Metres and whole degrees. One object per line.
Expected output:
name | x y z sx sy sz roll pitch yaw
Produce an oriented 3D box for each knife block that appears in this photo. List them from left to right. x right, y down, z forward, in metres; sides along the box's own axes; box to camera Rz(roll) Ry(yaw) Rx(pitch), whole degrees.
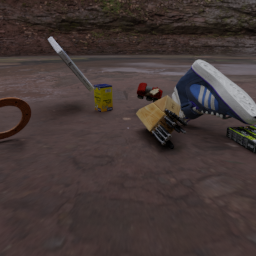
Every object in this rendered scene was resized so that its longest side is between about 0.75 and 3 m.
knife block | 0.717 -0.019 6.738 1.588 0.508 1.394 -23 38 48

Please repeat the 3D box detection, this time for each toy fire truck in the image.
toy fire truck | 0.717 -1.223 9.364 0.854 0.624 0.970 16 -16 7

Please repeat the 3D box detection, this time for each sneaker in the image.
sneaker | 2.121 -0.506 7.448 0.931 1.693 2.312 -10 52 -43

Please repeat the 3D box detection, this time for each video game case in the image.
video game case | -2.015 -2.262 9.810 0.224 1.742 1.916 -40 38 1

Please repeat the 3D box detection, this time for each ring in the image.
ring | -2.813 -0.213 6.347 1.247 1.247 0.120 -16 53 -41

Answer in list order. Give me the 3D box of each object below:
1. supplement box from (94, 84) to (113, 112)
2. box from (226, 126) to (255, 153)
supplement box | -0.842 -1.038 9.561 0.476 0.870 0.473 -13 21 -34
box | 3.100 0.227 6.558 1.110 0.273 1.150 -6 19 -12
